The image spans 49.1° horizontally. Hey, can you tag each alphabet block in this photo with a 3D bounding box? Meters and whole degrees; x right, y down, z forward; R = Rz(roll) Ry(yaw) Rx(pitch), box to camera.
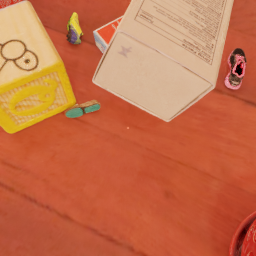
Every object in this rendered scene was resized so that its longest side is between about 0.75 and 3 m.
[{"bbox_3d":[-2.641,-1.397,6.782,1.971,1.981,2.018,-26,69,-9],"label":"alphabet block"}]

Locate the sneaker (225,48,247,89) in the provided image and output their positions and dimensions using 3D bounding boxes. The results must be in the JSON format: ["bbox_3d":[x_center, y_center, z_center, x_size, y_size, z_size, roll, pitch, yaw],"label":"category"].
[{"bbox_3d":[3.036,-1.733,7.667,0.526,0.636,1.333,12,66,7],"label":"sneaker"}]

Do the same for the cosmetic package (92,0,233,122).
[{"bbox_3d":[0.675,-1.671,4.373,1.417,1.196,2.742,29,59,-10],"label":"cosmetic package"}]

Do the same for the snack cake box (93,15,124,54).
[{"bbox_3d":[0.020,-2.136,7.826,1.100,0.643,1.914,-33,70,-11],"label":"snack cake box"}]

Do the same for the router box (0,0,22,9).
[{"bbox_3d":[-4.918,-3.899,8.184,2.477,0.674,2.760,-38,65,-26],"label":"router box"}]

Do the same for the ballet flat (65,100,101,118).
[{"bbox_3d":[-1.195,-0.515,7.361,0.948,0.334,0.310,-13,41,-9],"label":"ballet flat"}]

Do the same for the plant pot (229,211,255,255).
[{"bbox_3d":[3.305,2.525,4.814,2.734,2.490,2.734,0,66,0],"label":"plant pot"}]

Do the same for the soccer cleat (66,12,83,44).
[{"bbox_3d":[-1.575,-2.968,8.406,0.480,0.371,1.146,13,59,-27],"label":"soccer cleat"}]
